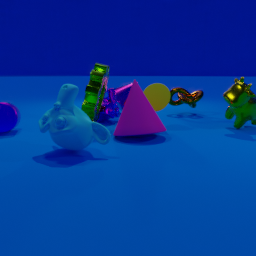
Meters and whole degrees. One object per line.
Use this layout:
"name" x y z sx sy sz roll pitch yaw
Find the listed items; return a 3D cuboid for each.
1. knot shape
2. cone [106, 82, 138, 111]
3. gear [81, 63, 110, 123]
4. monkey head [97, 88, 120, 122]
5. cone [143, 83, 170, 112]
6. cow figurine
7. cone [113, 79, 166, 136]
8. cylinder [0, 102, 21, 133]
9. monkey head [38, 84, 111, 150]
"knot shape" 2.215 -1.210 11.192 1.330 0.657 1.421 6 -4 -8
"cone" -0.054 -1.443 11.374 1.242 1.238 1.238 -44 22 -7
"gear" -0.956 -0.912 8.212 0.356 1.925 1.925 14 12 -1
"monkey head" -0.830 -0.799 9.621 0.969 1.157 1.608 4 10 24
"cone" 0.966 -0.807 8.603 0.878 0.878 0.881 5 -11 23
"cow figurine" 3.473 -0.750 8.197 1.605 1.580 0.881 -8 44 -22
"cone" 0.244 -0.567 7.338 1.400 1.406 1.400 -6 3 0
"cylinder" -3.501 -0.309 7.900 0.819 0.819 0.819 -3 5 -15
"monkey head" -1.180 -0.194 5.964 1.789 1.287 1.078 13 -8 37
